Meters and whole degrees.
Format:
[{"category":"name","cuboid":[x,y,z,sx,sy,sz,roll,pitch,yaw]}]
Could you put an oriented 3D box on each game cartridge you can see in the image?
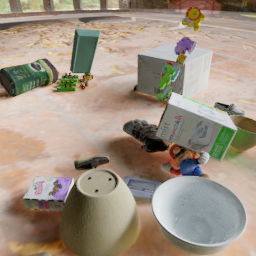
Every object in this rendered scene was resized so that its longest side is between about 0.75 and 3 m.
[{"category":"game cartridge","cuboid":[0.378,1.829,8.328,1.241,0.258,0.827,8,35,14]}]

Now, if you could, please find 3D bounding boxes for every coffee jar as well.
[{"category":"coffee jar","cuboid":[-5.292,-2.818,15.235,2.903,1.239,1.514,-29,66,-40]}]

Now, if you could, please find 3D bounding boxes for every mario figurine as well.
[{"category":"mario figurine","cuboid":[1.739,1.097,8.713,1.287,1.105,2.084,-6,29,-5]}]

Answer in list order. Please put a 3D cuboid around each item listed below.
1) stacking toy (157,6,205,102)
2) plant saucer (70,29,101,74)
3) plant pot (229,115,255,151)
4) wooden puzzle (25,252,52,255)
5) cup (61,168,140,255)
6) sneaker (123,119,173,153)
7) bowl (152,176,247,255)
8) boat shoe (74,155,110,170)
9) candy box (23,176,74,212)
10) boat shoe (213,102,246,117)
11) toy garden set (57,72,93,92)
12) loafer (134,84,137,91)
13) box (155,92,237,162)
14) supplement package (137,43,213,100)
[{"category":"stacking toy","cuboid":[1.611,-2.325,9.456,0.655,2.788,2.102,28,-5,10]},{"category":"plant saucer","cuboid":[-1.585,-2.664,10.145,0.868,2.481,0.235,-3,69,-17]},{"category":"plant pot","cuboid":[4.211,0.265,10.229,1.418,0.952,1.418,9,27,-4]},{"category":"wooden puzzle","cuboid":[-2.443,3.283,5.690,1.661,0.309,1.536,-5,30,-8]},{"category":"cup","cuboid":[-0.715,1.896,6.948,2.063,1.476,2.063,-1,30,0]},{"category":"sneaker","cuboid":[0.604,0.366,10.292,2.074,0.806,1.451,10,30,18]},{"category":"bowl","cuboid":[1.640,2.244,6.820,2.202,0.990,2.202,1,30,0]},{"category":"boat shoe","cuboid":[-1.182,1.201,9.287,1.196,0.438,0.388,-9,42,-9]},{"category":"candy box","cuboid":[-2.242,1.871,8.042,1.175,0.420,0.985,2,30,4]},{"category":"boat shoe","cuboid":[4.619,-0.861,12.720,1.475,0.525,0.515,17,34,26]},{"category":"toy garden set","cuboid":[-2.990,-2.740,16.082,1.880,0.450,2.255,-2,30,-4]},{"category":"loafer","cuboid":[0.503,-2.195,15.325,0.282,0.284,0.780,13,33,13]},{"category":"box","cuboid":[2.275,-0.151,9.754,2.257,1.237,2.558,23,19,6]},{"category":"supplement package","cuboid":[2.445,-2.976,14.778,2.777,2.136,2.904,23,37,34]}]
